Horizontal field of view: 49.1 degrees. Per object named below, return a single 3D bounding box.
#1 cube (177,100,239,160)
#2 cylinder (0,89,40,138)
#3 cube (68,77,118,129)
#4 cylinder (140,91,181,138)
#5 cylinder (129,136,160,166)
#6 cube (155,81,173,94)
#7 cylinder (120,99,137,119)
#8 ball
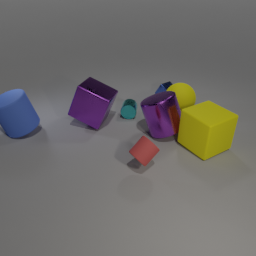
[{"bbox_3d":[2.802,0.041,9.998,1.400,1.400,1.400,-19,37,-28],"label":"cube"},{"bbox_3d":[-4.387,-0.573,10.930,1.400,1.400,1.400,-13,36,9],"label":"cylinder"},{"bbox_3d":[-1.431,-1.057,11.625,1.400,1.400,1.400,27,28,0],"label":"cube"},{"bbox_3d":[1.336,-0.529,10.809,1.400,1.400,1.400,-18,19,7],"label":"cylinder"},{"bbox_3d":[0.507,0.715,8.756,0.700,0.700,0.700,-48,41,-2],"label":"cylinder"},{"bbox_3d":[1.902,-1.774,13.881,0.700,0.700,0.700,-23,69,-37],"label":"cube"},{"bbox_3d":[0.052,-0.853,12.505,0.700,0.700,0.700,3,29,5],"label":"cylinder"},{"bbox_3d":[2.332,-1.324,12.579,1.400,1.400,1.400,0,29,0],"label":"ball"}]
